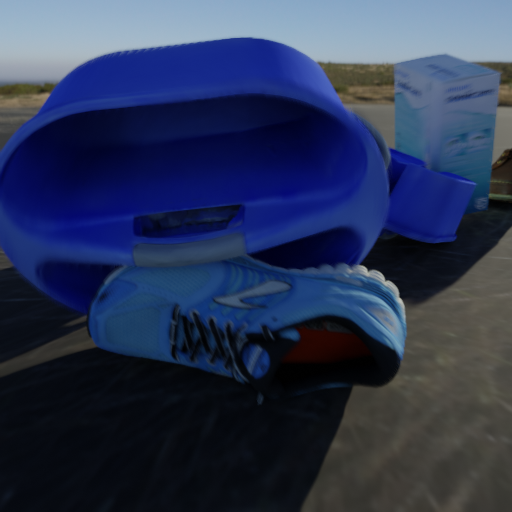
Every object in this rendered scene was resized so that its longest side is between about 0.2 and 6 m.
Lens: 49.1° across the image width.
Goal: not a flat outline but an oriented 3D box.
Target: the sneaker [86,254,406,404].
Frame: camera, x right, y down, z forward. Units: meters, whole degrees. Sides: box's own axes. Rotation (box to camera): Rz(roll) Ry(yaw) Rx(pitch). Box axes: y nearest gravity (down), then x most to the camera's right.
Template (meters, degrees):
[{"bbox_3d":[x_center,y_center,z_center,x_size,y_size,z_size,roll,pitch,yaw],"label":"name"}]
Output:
[{"bbox_3d":[-0.104,0.645,5.251,3.121,1.223,1.404,1,22,4],"label":"sneaker"}]

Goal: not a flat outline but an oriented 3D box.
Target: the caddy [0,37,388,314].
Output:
[{"bbox_3d":[-0.654,-0.604,5.857,3.895,2.754,2.045,-7,40,2],"label":"caddy"}]

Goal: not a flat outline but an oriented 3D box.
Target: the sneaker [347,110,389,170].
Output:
[{"bbox_3d":[0.436,-1.690,7.487,3.140,1.177,1.327,20,14,-10],"label":"sneaker"}]

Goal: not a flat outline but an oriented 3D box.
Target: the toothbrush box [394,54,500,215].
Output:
[{"bbox_3d":[3.575,-2.334,10.866,1.138,2.669,1.954,-13,30,-6],"label":"toothbrush box"}]

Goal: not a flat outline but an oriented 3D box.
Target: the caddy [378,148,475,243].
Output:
[{"bbox_3d":[2.467,-0.931,9.487,1.928,1.431,2.727,33,21,30],"label":"caddy"}]

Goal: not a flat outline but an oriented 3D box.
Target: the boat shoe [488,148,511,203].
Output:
[{"bbox_3d":[5.944,-1.961,12.957,1.239,1.163,3.442,13,23,34],"label":"boat shoe"}]
